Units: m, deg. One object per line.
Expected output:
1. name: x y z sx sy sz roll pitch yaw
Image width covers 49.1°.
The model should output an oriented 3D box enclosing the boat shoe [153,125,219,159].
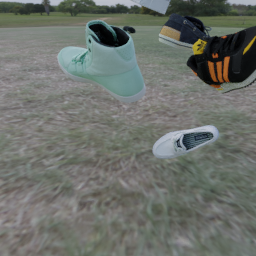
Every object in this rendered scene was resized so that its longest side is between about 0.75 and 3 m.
1. boat shoe: 0.781 0.191 4.030 1.012 0.372 0.338 -25 -6 22

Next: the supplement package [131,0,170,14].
1. supplement package: 0.568 -4.033 8.074 0.956 0.963 1.269 6 29 -34

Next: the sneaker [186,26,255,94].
1. sneaker: 1.538 -1.159 4.554 0.996 0.774 2.214 27 -4 1

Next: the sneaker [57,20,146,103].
1. sneaker: -0.733 -1.700 6.006 2.623 1.547 0.965 29 59 33

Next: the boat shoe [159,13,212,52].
1. boat shoe: 1.553 -2.266 6.750 0.862 0.719 2.310 31 26 29
